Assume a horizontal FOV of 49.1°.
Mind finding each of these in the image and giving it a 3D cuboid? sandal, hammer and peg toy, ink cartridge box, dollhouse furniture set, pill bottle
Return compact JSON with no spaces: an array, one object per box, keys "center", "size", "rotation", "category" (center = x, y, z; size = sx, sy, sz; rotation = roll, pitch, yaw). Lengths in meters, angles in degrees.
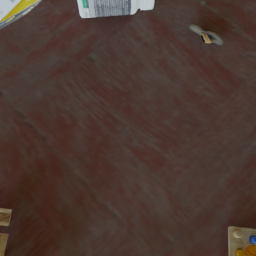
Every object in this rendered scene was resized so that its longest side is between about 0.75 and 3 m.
[{"center":[2.518,-2.995,9.134],"size":[1.250,0.511,0.341],"rotation":[32,90,10],"category":"sandal"},{"center":[3.302,3.074,6.845],"size":[1.671,0.589,1.229],"rotation":[5,68,2],"category":"hammer and peg toy"},{"center":[-1.982,-3.063,5.982],"size":[0.609,2.562,2.593],"rotation":[53,43,-21],"category":"ink cartridge box"},{"center":[-3.999,2.790,6.880],"size":[1.900,1.236,1.745],"rotation":[13,70,-18],"category":"dollhouse furniture set"},{"center":[-0.414,-4.403,9.150],"size":[2.433,1.376,1.376],"rotation":[-5,70,-2],"category":"pill bottle"}]
